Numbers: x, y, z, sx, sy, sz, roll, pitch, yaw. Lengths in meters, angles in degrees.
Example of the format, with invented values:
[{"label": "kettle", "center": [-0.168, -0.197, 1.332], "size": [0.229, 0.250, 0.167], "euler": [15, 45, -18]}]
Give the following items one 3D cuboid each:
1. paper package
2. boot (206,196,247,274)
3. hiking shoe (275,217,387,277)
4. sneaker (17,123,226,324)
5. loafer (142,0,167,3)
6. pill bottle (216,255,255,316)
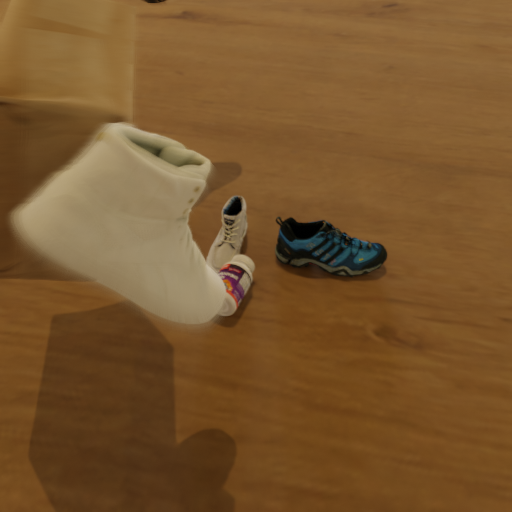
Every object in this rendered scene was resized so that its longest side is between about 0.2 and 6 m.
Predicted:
[{"label": "paper package", "center": [-2.229, -1.383, 6.386], "size": [1.358, 2.502, 2.625], "euler": [7, 46, -19]}, {"label": "boot", "center": [-0.505, -0.369, 9.624], "size": [0.577, 0.750, 1.568], "euler": [6, 43, 7]}, {"label": "hiking shoe", "center": [1.254, -0.172, 9.357], "size": [1.904, 0.826, 0.708], "euler": [4, 43, 5]}, {"label": "sneaker", "center": [-0.785, -0.253, 5.461], "size": [1.452, 2.513, 0.926], "euler": [-43, 51, 12]}, {"label": "loafer", "center": [-1.462, -5.365, 9.857], "size": [0.852, 0.872, 2.388], "euler": [35, 66, 8]}, {"label": "pill bottle", "center": [-0.390, 0.437, 8.915], "size": [0.545, 0.545, 0.977], "euler": [16, 46, 16]}]
